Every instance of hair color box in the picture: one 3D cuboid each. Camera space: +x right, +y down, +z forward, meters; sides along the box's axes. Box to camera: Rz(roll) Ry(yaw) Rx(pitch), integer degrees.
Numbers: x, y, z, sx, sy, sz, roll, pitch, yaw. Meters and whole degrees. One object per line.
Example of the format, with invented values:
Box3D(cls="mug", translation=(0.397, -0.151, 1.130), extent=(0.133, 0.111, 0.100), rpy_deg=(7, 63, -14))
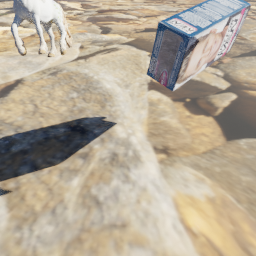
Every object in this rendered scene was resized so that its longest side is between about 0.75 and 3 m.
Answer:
Box3D(cls="hair color box", translation=(1.767, -2.176, 6.849), extent=(0.861, 1.423, 2.845), rpy_deg=(38, 53, 23))

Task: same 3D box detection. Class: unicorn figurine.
Box3D(cls="unicorn figurine", translation=(-1.831, -2.341, 5.719), extent=(0.901, 1.676, 2.441), rpy_deg=(-3, 11, 0))
